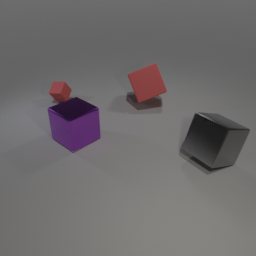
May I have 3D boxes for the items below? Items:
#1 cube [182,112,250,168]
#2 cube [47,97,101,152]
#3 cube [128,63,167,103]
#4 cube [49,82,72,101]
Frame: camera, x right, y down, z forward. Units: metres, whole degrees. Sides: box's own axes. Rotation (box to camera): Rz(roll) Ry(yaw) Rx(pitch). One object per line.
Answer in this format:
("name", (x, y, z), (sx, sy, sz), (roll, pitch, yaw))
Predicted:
("cube", (2.977, 0.379, 9.575), (1.400, 1.400, 1.400), (1, 24, -41))
("cube", (-2.053, -0.173, 10.827), (1.400, 1.400, 1.400), (27, 41, 36))
("cube", (0.881, -2.129, 13.292), (1.400, 1.400, 1.400), (-22, 8, 4))
("cube", (-3.290, -1.781, 13.647), (0.700, 0.700, 0.700), (4, 64, 23))
